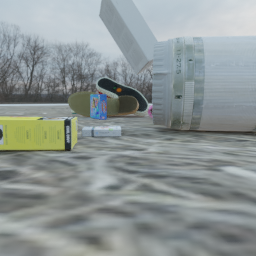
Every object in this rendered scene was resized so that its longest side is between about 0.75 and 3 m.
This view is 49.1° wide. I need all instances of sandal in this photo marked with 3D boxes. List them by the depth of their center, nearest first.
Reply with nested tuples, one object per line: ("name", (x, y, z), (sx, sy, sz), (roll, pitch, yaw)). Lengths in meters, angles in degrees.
("sandal", (-1.050, -0.899, 12.570), (3.151, 1.155, 1.036), (3, -15, 11))

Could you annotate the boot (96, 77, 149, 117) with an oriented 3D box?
("boot", (-0.213, -1.056, 13.392), (2.818, 1.020, 2.033), (32, -26, 19))

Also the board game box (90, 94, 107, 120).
("board game box", (-1.205, -0.868, 11.307), (0.291, 0.984, 1.294), (-2, 7, -25))

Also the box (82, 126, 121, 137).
("box", (-0.572, 0.076, 6.170), (0.834, 0.172, 0.650), (1, 6, -3))

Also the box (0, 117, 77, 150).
("box", (-1.869, 0.069, 4.534), (2.018, 0.506, 0.759), (0, 6, -3))

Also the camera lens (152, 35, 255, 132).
("camera lens", (2.051, -1.063, 6.843), (2.835, 2.267, 2.267), (1, 6, 7))

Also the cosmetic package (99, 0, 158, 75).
("cosmetic package", (0.024, -3.292, 9.632), (0.688, 2.665, 2.009), (-33, 4, -11))

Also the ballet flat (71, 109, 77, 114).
("ballet flat", (-2.311, -0.969, 14.737), (1.504, 0.469, 0.507), (1, 5, 11))

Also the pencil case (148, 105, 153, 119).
("pencil case", (1.231, -0.691, 11.468), (0.619, 0.593, 1.432), (5, 8, 15))
